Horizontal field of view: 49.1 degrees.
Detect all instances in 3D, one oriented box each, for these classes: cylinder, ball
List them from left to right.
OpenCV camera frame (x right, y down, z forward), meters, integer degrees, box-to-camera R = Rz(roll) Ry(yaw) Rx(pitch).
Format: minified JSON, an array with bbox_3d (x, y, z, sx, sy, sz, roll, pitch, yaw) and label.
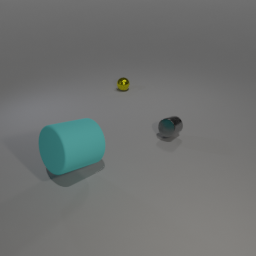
[{"bbox_3d":[-1.616,0.499,8.108,1.400,1.400,1.400,25,27,38],"label":"cylinder"},{"bbox_3d":[-0.248,-2.328,14.822,0.700,0.700,0.700,0,29,0],"label":"ball"},{"bbox_3d":[1.584,-0.061,10.416,0.700,0.700,0.700,19,21,31],"label":"cylinder"}]
